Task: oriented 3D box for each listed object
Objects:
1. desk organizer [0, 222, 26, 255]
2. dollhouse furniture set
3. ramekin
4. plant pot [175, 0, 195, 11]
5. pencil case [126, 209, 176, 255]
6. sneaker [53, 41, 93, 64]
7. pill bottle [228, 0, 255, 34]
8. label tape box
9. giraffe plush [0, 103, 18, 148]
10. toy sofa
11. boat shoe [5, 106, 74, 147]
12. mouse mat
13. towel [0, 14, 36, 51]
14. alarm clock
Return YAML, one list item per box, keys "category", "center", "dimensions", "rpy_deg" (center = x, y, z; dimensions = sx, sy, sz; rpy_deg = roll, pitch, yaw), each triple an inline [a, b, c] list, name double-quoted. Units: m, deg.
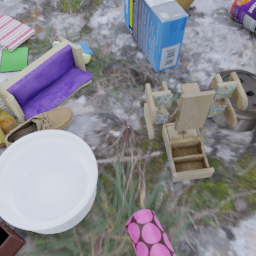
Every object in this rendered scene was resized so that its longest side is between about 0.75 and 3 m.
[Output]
- category: "desk organizer"
  center: [-3.038, 2.769, 5.321]
  dimensions: [0.734, 0.788, 2.047]
  rpy_deg: [30, 63, 17]
- category: "dollhouse furniture set"
  center: [1.406, 0.079, 6.182]
  dimensions: [1.896, 2.164, 1.437]
  rpy_deg: [-8, 58, -3]
- category: "ramekin"
  center: [-1.700, 1.220, 6.127]
  dimensions: [2.175, 1.060, 2.175]
  rpy_deg: [0, 58, 1]
- category: "plant pot"
  center: [1.539, -4.356, 9.557]
  dimensions: [1.367, 1.367, 1.466]
  rpy_deg: [24, 75, 14]
- category: "pencil case"
  center: [0.447, 2.308, 5.080]
  dimensions: [0.699, 0.722, 1.541]
  rpy_deg: [11, 39, -33]
- category: "sneaker"
  center: [-1.688, -2.448, 8.814]
  dimensions: [1.303, 0.493, 0.684]
  rpy_deg: [29, 50, 9]
- category: "pill bottle"
  center: [4.369, -3.707, 9.160]
  dimensions: [1.104, 1.104, 1.982]
  rpy_deg: [-29, 62, -17]
- category: "label tape box"
  center: [0.697, -3.281, 8.464]
  dimensions: [0.853, 1.848, 2.580]
  rpy_deg: [-19, 60, -11]
- category: "giraffe plush"
  center: [-3.614, -0.447, 7.011]
  dimensions: [1.400, 1.315, 1.622]
  rpy_deg: [5, 58, 3]
- category: "toy sofa"
  center: [-2.198, -1.282, 7.701]
  dimensions: [1.222, 1.037, 2.505]
  rpy_deg: [35, 64, 21]
- category: "boat shoe"
  center: [-2.164, -0.023, 7.036]
  dimensions: [1.859, 0.600, 0.662]
  rpy_deg: [-35, 84, -22]
- category: "mouse mat"
  center: [-3.585, -2.169, 8.845]
  dimensions: [0.858, 0.040, 1.066]
  rpy_deg: [-6, 57, -4]
- category: "towel"
  center: [-4.048, -3.198, 9.392]
  dimensions: [1.593, 0.238, 1.166]
  rpy_deg: [30, 62, 15]
- category: "alarm clock"
  center: [2.735, -0.716, 7.445]
  dimensions: [2.548, 0.848, 1.719]
  rpy_deg: [-20, 60, -12]
